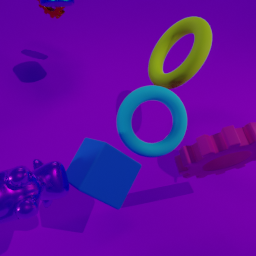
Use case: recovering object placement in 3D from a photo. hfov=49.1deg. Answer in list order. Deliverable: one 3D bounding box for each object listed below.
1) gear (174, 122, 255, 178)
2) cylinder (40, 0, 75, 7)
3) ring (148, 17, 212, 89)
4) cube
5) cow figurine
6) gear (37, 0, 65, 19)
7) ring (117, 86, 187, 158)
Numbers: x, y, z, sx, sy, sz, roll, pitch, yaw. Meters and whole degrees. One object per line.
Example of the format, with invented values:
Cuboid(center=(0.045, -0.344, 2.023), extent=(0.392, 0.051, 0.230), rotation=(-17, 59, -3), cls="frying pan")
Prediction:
Cuboid(center=(1.881, 0.506, 5.517), extent=(1.870, 1.870, 0.346), rotation=(-9, 64, -8), cls="gear")
Cuboid(center=(-2.072, -4.063, 8.027), extent=(0.975, 0.975, 0.975), rotation=(-3, 15, 1), cls="cylinder")
Cuboid(center=(1.307, -1.971, 7.393), extent=(0.412, 2.059, 2.059), rotation=(25, 40, -32), cls="ring")
Cuboid(center=(-0.521, 0.867, 5.523), extent=(0.965, 0.965, 0.965), rotation=(7, 66, 59), cls="cube")
Cuboid(center=(-1.852, 1.062, 4.638), extent=(1.740, 1.712, 0.955), rotation=(-15, 86, -17), cls="cow figurine")
Cuboid(center=(-2.681, -4.342, 9.654), extent=(1.122, 1.122, 0.207), rotation=(24, 59, 19), cls="gear")
Cuboid(center=(0.535, -0.133, 6.141), extent=(1.582, 1.582, 0.316), rotation=(-10, 7, -9), cls="ring")
